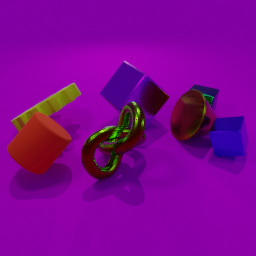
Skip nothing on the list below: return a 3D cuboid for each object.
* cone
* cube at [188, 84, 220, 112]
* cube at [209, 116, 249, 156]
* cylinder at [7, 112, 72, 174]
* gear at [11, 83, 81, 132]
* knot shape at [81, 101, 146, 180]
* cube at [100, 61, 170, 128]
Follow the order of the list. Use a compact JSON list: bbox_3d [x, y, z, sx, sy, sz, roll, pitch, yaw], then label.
[{"bbox_3d":[2.226,-0.185,8.000,1.461,1.455,1.455,16,26,-26],"label":"cone"},{"bbox_3d":[2.282,-0.796,8.729,0.823,0.823,0.823,17,31,23],"label":"cube"},{"bbox_3d":[2.579,0.213,7.133,0.743,0.743,0.743,-4,29,33],"label":"cube"},{"bbox_3d":[-2.008,0.344,6.416,1.034,1.034,1.034,-49,44,3],"label":"cylinder"},{"bbox_3d":[-2.292,-0.597,7.929,2.013,0.372,2.013,-29,15,8],"label":"gear"},{"bbox_3d":[-0.210,0.307,6.660,0.885,1.915,1.792,42,3,9],"label":"knot shape"},{"bbox_3d":[0.188,-0.963,8.219,1.251,1.251,1.251,32,8,-43],"label":"cube"}]
